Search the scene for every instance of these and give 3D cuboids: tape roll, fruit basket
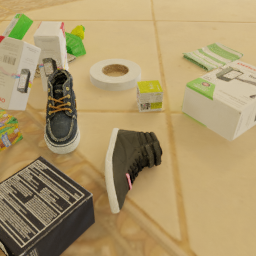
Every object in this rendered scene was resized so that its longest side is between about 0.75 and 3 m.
[{"bbox_3d":[-0.483,-2.120,10.998,2.050,0.375,2.050,1,39,-1],"label":"tape roll"},{"bbox_3d":[-2.397,-3.997,12.775,1.411,1.018,1.411,-6,50,8],"label":"fruit basket"}]

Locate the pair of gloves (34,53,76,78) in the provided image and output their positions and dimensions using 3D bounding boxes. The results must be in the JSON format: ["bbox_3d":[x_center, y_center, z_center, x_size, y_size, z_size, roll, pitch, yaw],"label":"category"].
[{"bbox_3d":[-3.839,-2.956,11.976,2.195,0.453,2.581,29,48,31],"label":"pair of gloves"}]

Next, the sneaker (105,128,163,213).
[{"bbox_3d":[0.195,0.869,6.847,1.337,0.953,2.696,-2,35,5],"label":"sneaker"}]

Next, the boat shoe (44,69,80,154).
[{"bbox_3d":[-2.049,-0.603,8.385,1.024,1.314,2.894,-7,40,-8],"label":"boat shoe"}]

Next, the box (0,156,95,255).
[{"bbox_3d":[-1.862,1.738,5.708,1.719,1.059,1.705,28,47,30],"label":"box"}]

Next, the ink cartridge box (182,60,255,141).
[{"bbox_3d":[3.432,-1.024,9.025,2.747,1.154,1.998,-28,47,-30],"label":"ink cartridge box"}]

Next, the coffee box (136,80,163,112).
[{"bbox_3d":[0.710,-1.081,9.406,0.781,0.772,0.779,-5,39,-6],"label":"coffee box"}]

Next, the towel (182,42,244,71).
[{"bbox_3d":[3.781,-3.229,12.457,2.255,0.264,1.720,-21,44,-24],"label":"towel"}]

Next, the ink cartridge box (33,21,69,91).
[{"bbox_3d":[-2.733,-2.623,10.252,0.899,2.099,1.549,-3,40,-4],"label":"ink cartridge box"}]

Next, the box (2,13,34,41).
[{"bbox_3d":[-3.174,-2.861,8.067,0.702,0.385,0.796,29,86,49],"label":"box"}]

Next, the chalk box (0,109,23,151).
[{"bbox_3d":[-3.777,0.169,7.882,0.769,0.772,1.242,27,47,30],"label":"chalk box"}]

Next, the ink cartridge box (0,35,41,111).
[{"bbox_3d":[-3.200,-1.468,7.377,1.292,1.750,0.749,19,8,18],"label":"ink cartridge box"}]
